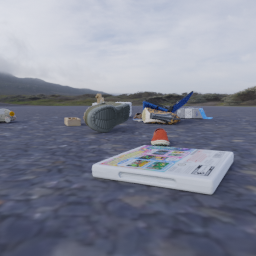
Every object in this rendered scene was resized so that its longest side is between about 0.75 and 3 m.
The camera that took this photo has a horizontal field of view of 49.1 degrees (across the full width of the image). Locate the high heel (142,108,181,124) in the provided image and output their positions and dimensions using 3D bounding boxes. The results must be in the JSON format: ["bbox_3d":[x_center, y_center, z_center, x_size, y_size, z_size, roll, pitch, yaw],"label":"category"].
[{"bbox_3d":[1.544,-0.516,13.529,1.500,0.751,2.105,7,5,-14],"label":"high heel"}]

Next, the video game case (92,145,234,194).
[{"bbox_3d":[0.678,0.580,4.585,1.761,0.229,1.934,3,7,27],"label":"video game case"}]

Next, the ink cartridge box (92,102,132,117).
[{"bbox_3d":[-0.943,-1.128,17.582,1.682,0.971,2.303,3,6,23],"label":"ink cartridge box"}]

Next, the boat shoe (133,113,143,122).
[{"bbox_3d":[0.598,-0.602,15.132,0.430,0.431,1.192,-2,6,-21],"label":"boat shoe"}]

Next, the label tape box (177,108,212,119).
[{"bbox_3d":[4.121,-0.906,17.185,1.970,0.624,1.421,2,6,23],"label":"label tape box"}]

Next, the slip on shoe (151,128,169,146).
[{"bbox_3d":[0.831,0.235,7.232,0.458,0.378,1.235,2,8,5],"label":"slip on shoe"}]

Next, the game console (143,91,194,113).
[{"bbox_3d":[1.970,-1.329,14.337,2.077,1.440,2.434,21,-7,6],"label":"game console"}]

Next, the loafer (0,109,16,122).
[{"bbox_3d":[-6.965,-0.634,14.349,2.430,0.874,0.764,7,-10,8],"label":"loafer"}]

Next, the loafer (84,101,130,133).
[{"bbox_3d":[-0.849,-0.466,10.279,0.929,1.003,2.666,12,12,25],"label":"loafer"}]

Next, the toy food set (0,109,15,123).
[{"bbox_3d":[-6.267,-0.574,13.551,1.464,0.699,0.659,-3,6,-23],"label":"toy food set"}]

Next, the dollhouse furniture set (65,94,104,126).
[{"bbox_3d":[-2.030,-0.892,13.047,1.753,1.428,1.667,-2,6,-18],"label":"dollhouse furniture set"}]
